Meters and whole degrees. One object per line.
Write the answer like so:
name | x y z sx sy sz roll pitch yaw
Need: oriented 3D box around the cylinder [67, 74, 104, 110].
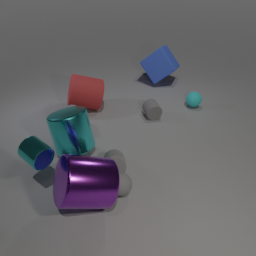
cylinder | -1.900 -1.595 12.504 1.400 1.400 1.400 8 29 -18

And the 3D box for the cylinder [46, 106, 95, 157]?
cylinder | -1.975 0.114 9.776 1.400 1.400 1.400 -10 21 4

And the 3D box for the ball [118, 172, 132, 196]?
ball | -0.226 1.649 8.227 0.700 0.700 0.700 0 32 0

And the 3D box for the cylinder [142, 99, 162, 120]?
cylinder | 1.046 -0.812 12.151 0.700 0.700 0.700 -8 37 -13

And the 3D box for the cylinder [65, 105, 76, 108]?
cylinder | -2.219 -0.482 11.305 0.700 0.700 0.700 -10 35 -16

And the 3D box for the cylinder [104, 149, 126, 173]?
cylinder | -0.429 1.116 8.963 0.700 0.700 0.700 -3 14 -5

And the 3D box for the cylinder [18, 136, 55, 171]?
cylinder | -2.470 0.675 7.549 0.700 0.700 0.700 31 43 26

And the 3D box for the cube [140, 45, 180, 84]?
cube | 1.730 -3.422 15.025 1.400 1.400 1.400 -31 8 28

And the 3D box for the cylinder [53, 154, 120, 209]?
cylinder | -1.144 1.449 7.523 1.400 1.400 1.400 9 26 -28

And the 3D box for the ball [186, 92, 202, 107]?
ball | 3.043 -1.323 12.918 0.700 0.700 0.700 0 32 0
